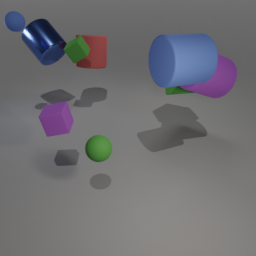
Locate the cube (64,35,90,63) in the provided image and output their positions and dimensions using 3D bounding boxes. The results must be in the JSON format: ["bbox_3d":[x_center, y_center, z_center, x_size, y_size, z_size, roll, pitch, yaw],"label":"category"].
[{"bbox_3d":[-2.060,-3.186,11.361,0.700,0.700,0.700,-22,34,21],"label":"cube"}]

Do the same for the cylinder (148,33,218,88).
[{"bbox_3d":[1.506,-1.891,7.821,1.400,1.400,1.400,-10,31,-24],"label":"cylinder"}]

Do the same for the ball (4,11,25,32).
[{"bbox_3d":[-4.019,-3.778,9.955,0.700,0.700,0.700,0,29,0],"label":"ball"}]

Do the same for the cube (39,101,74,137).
[{"bbox_3d":[-2.063,-0.263,8.142,0.700,0.700,0.700,-9,32,7],"label":"cube"}]

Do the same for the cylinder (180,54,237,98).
[{"bbox_3d":[2.555,-1.794,9.180,1.400,1.400,1.400,10,21,-33],"label":"cylinder"}]

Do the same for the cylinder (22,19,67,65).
[{"bbox_3d":[-3.570,-3.678,12.050,1.400,1.400,1.400,50,45,6],"label":"cylinder"}]

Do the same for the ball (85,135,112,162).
[{"bbox_3d":[-0.752,0.527,7.206,0.700,0.700,0.700,0,29,0],"label":"ball"}]

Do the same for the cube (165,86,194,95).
[{"bbox_3d":[2.347,-2.092,10.932,1.400,1.400,1.400,0,11,37],"label":"cube"}]

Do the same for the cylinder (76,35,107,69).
[{"bbox_3d":[-1.668,-3.500,12.803,1.400,1.400,1.400,3,18,-1],"label":"cylinder"}]
